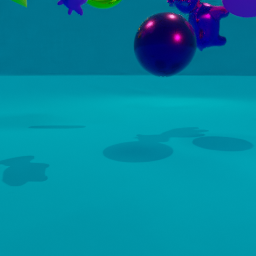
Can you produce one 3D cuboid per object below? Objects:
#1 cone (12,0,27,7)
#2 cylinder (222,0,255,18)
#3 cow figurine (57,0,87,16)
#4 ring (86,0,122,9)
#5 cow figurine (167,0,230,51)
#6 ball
[{"bbox_3d":[-2.972,-3.640,7.287,1.334,1.334,1.339,2,-20,11],"label":"cone"},{"bbox_3d":[2.935,-3.417,6.684,1.070,1.070,1.070,21,-9,4],"label":"cylinder"},{"bbox_3d":[-0.787,-2.648,5.074,0.662,1.186,1.206,39,2,-21],"label":"cow figurine"},{"bbox_3d":[-0.750,-4.324,8.481,1.499,1.499,0.300,0,-9,1],"label":"ring"},{"bbox_3d":[1.818,-2.845,7.322,1.622,1.648,0.905,-9,21,-20],"label":"cow figurine"},{"bbox_3d":[0.756,-1.695,5.768,1.284,1.284,1.284,0,12,0],"label":"ball"}]
